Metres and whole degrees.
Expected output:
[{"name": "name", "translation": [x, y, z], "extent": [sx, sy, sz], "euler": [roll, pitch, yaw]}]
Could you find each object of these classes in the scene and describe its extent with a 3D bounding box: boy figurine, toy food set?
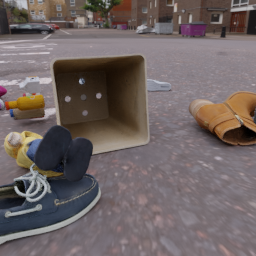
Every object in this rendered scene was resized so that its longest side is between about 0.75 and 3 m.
[{"name": "boy figurine", "translation": [-1.685, 0.524, 5.757], "extent": [1.696, 0.879, 2.728], "euler": [29, -15, -27]}, {"name": "toy food set", "translation": [-3.522, -0.973, 9.555], "extent": [1.122, 1.191, 2.494], "euler": [-9, 33, -19]}]

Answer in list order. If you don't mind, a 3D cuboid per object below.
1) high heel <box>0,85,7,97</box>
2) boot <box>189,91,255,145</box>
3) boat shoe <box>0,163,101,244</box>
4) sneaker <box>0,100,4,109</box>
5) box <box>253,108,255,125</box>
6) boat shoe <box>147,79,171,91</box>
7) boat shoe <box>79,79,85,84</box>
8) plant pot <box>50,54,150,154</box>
[{"name": "high heel", "translation": [-5.192, -1.442, 11.330], "extent": [0.956, 0.671, 1.992], "euler": [10, -7, -11]}, {"name": "boot", "translation": [3.376, -0.249, 8.328], "extent": [2.716, 1.001, 2.101], "euler": [-8, 27, -11]}, {"name": "boat shoe", "translation": [-1.727, 1.183, 4.663], "extent": [2.730, 0.844, 1.022], "euler": [-11, 24, -25]}, {"name": "sneaker", "translation": [-5.488, -0.897, 10.383], "extent": [1.490, 0.540, 0.850], "euler": [8, 26, 20]}, {"name": "box", "translation": [4.936, -0.377, 7.929], "extent": [2.179, 1.355, 1.619], "euler": [19, 28, 37]}, {"name": "boat shoe", "translation": [1.299, -2.002, 13.324], "extent": [1.469, 0.529, 0.521], "euler": [8, 12, -8]}, {"name": "boat shoe", "translation": [-1.177, -1.690, 9.839], "extent": [0.663, 0.517, 1.460], "euler": [-30, -5, 22]}, {"name": "plant pot", "translation": [-0.975, -0.744, 7.842], "extent": [2.389, 2.391, 2.117], "euler": [-9, 14, -22]}]
